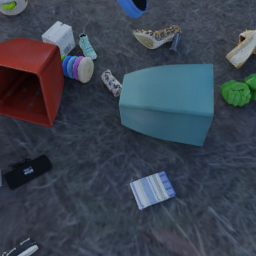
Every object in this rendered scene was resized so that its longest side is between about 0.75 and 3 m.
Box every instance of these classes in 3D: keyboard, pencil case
[{"bbox_3d":[-3.384,1.390,9.470,1.534,0.304,0.798,-27,86,-16],"label":"keyboard"},{"bbox_3d":[-0.608,-1.793,11.140,0.530,0.461,1.185,-42,64,10],"label":"pencil case"}]

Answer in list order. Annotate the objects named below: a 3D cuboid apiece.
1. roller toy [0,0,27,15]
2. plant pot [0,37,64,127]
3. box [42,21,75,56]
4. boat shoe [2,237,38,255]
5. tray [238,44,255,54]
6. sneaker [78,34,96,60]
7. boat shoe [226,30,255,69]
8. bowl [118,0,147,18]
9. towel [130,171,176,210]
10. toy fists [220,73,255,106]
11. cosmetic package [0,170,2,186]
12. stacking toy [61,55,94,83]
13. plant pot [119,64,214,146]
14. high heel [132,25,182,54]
[{"bbox_3d":[-5.644,-6.244,13.387,1.470,1.126,1.612,28,73,11],"label":"roller toy"},{"bbox_3d":[-3.602,-1.885,10.214,2.496,2.493,2.199,15,50,9],"label":"plant pot"},{"bbox_3d":[-2.917,-3.659,11.871,0.731,1.119,1.113,27,63,15],"label":"box"},{"bbox_3d":[-3.285,3.626,7.944,1.386,0.512,0.418,-29,64,-19],"label":"boat shoe"},{"bbox_3d":[5.533,-3.599,12.362,1.242,0.230,0.613,19,61,12],"label":"tray"},{"bbox_3d":[-1.770,-3.516,12.025,0.447,0.716,1.215,-29,65,-18],"label":"sneaker"},{"bbox_3d":[5.066,-3.670,11.774,0.871,0.928,2.516,38,76,8],"label":"boat shoe"},{"bbox_3d":[0.054,-4.626,9.093,0.393,2.004,2.004,-12,55,28],"label":"bowl"},{"bbox_3d":[0.798,2.007,9.107,1.290,0.154,0.948,-18,59,-12],"label":"towel"},{"bbox_3d":[4.620,-1.479,10.858,1.974,0.679,1.006,-17,62,-11],"label":"toy fists"},{"bbox_3d":[-4.452,1.449,8.854,0.524,1.161,0.620,-15,63,-6],"label":"cosmetic package"},{"bbox_3d":[-2.662,-2.586,11.456,2.391,1.021,1.021,16,61,17],"label":"stacking toy"},{"bbox_3d":[1.264,-0.879,9.746,2.953,2.086,2.087,6,60,7],"label":"plant pot"},{"bbox_3d":[1.314,-4.235,12.376,2.117,0.756,1.509,20,66,-6],"label":"high heel"}]
